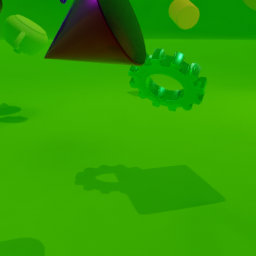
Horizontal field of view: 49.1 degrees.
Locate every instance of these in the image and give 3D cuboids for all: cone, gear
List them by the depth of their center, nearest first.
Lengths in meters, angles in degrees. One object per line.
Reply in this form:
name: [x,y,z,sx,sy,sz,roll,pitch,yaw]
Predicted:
cone: [-0.414,-0.788,2.467,0.863,0.860,0.860,-19,11,23]
gear: [0.609,-0.715,4.438,1.220,1.220,0.226,10,62,27]

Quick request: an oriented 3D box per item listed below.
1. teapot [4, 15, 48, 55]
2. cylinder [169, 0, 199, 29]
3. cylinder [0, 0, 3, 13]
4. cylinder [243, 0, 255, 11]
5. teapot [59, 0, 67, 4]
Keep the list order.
teapot: [-3.132,-2.732,8.487,1.284,1.011,2.064,31,18,-19]
cylinder: [2.121,-4.373,10.678,0.903,0.903,0.903,-5,43,-14]
cylinder: [-2.770,-1.906,4.325,1.138,1.138,1.138,10,58,27]
cylinder: [2.329,-2.133,3.637,1.295,1.295,1.295,-5,29,-13]
teapot: [-1.473,-3.861,7.054,0.892,1.435,0.703,27,22,8]
